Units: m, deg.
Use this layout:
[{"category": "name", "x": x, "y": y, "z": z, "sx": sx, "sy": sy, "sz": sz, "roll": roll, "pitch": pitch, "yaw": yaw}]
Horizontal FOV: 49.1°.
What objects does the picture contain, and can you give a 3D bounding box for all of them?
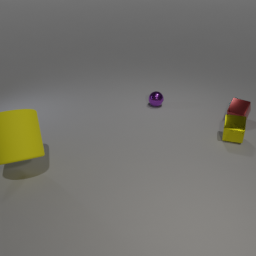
[{"category": "cube", "x": 3.797, "y": 0.024, "z": 10.019, "sx": 0.700, "sy": 0.700, "sz": 0.700, "roll": 8, "pitch": 51, "yaw": 19}, {"category": "cube", "x": 4.526, "y": -0.701, "z": 11.421, "sx": 0.700, "sy": 0.700, "sz": 0.700, "roll": 21, "pitch": 73, "yaw": 31}, {"category": "ball", "x": 1.289, "y": -1.332, "z": 12.864, "sx": 0.700, "sy": 0.700, "sz": 0.700, "roll": 0, "pitch": 29, "yaw": 0}, {"category": "cylinder", "x": -3.264, "y": 0.266, "z": 8.159, "sx": 1.400, "sy": 1.400, "sz": 1.400, "roll": -11, "pitch": -2, "yaw": 0}]
